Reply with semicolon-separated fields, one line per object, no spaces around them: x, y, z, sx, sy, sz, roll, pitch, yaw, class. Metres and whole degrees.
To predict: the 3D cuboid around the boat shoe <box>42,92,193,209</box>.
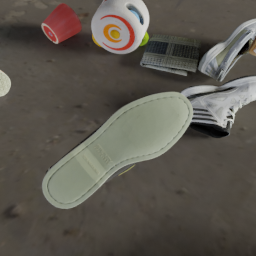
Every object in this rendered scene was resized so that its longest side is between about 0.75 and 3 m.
-0.162;0.250;4.237;2.436;0.733;0.868;-33;94;-4;boat shoe

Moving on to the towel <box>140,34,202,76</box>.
1.518;-2.516;9.509;1.873;0.324;1.804;11;50;11;towel

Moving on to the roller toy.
-0.283;-3.404;9.221;1.899;1.732;1.327;13;54;10;roller toy

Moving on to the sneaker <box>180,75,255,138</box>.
2.821;-0.465;7.612;2.663;1.005;1.532;-10;62;2;sneaker

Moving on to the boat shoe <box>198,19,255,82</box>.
3.539;-2.510;9.029;2.892;1.066;0.927;-36;66;-20;boat shoe

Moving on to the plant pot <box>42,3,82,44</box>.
-2.382;-3.600;9.861;1.152;1.152;1.020;35;70;24;plant pot

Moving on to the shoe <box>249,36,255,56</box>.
2.563;-2.004;4.181;0.741;0.971;2.776;23;66;15;shoe

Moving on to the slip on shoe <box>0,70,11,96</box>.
-3.544;-1.330;5.788;0.698;2.281;0.845;18;81;33;slip on shoe
